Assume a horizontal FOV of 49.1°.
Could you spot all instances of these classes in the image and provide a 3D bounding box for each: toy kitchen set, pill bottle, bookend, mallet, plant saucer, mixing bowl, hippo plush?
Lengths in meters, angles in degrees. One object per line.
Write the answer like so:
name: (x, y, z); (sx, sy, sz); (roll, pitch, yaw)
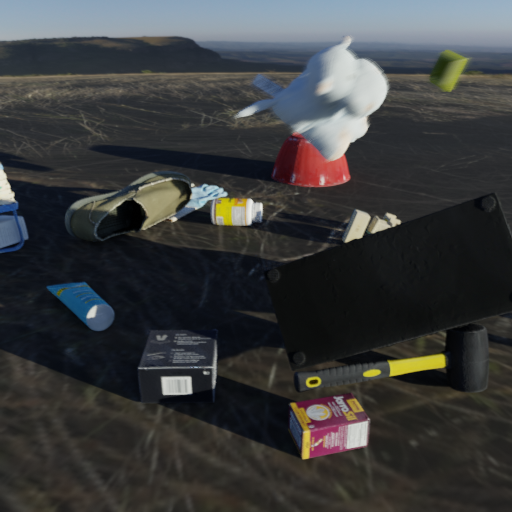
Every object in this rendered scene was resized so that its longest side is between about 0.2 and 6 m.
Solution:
toy kitchen set: (2.341, -0.554, 11.455); (1.149, 0.677, 0.921); (17, 20, -11)
pill bottle: (-0.425, -0.956, 12.206); (1.075, 0.587, 0.587); (2, 23, 5)
bookend: (1.916, 0.408, 7.294); (2.692, 1.248, 2.709); (-20, -10, 19)
mallet: (1.643, 1.428, 6.588); (2.416, 0.796, 0.497); (-13, 8, -11)
plant saucer: (2.960, -2.913, 8.771); (0.129, 0.539, 0.540); (7, 31, -28)
mixing bowl: (1.548, -2.835, 15.882); (2.262, 1.225, 2.262); (-1, 24, 0)
hippo plush: (1.514, -3.572, 11.545); (2.712, 2.180, 2.160); (27, 64, -12)

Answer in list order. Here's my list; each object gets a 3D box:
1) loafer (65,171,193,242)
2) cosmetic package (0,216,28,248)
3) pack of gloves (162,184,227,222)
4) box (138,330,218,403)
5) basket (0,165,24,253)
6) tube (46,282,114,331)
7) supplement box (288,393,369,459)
loafer: (-2.446, -0.923, 11.739); (2.923, 1.099, 1.018); (-28, 41, -32)
cosmetic package: (-5.241, -0.370, 10.823); (0.714, 0.520, 1.404); (5, 22, 33)
pack of gloves: (-2.164, -1.616, 13.883); (2.215, 0.520, 2.637); (12, 26, 28)
box: (-0.922, 1.334, 6.855); (0.874, 0.522, 0.889); (0, 23, 0)
basket: (-5.269, -0.827, 10.283); (1.642, 1.862, 1.295); (-20, 30, -37)
tube: (-2.685, 0.691, 8.652); (0.629, 0.409, 1.624); (0, 14, -37)
supplement box: (0.760, 1.796, 5.948); (0.738, 0.381, 0.483); (-6, 24, -15)
